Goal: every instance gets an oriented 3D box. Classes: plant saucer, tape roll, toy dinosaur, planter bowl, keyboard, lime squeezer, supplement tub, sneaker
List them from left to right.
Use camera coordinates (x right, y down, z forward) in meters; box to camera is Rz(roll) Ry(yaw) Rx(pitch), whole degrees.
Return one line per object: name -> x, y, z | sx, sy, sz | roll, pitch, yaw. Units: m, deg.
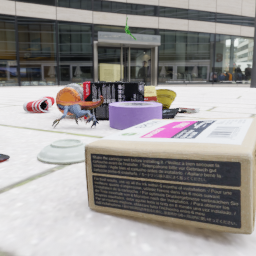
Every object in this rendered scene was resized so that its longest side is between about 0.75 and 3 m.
sneaker -> -4.420, -1.297, 15.192 | 1.251, 0.793, 2.225 | 1, 17, 27
plant saucer -> -1.465, 0.504, 6.756 | 1.420, 0.356, 1.420 | 0, 10, 0
toy dinosaur -> -1.891, -0.736, 10.497 | 1.894, 2.087, 1.096 | 41, 12, 24
supplement tub -> -2.214, -1.380, 13.518 | 1.564, 1.564, 2.553 | 5, 11, 24
lime squeezer -> 0.018, -4.799, 13.638 | 0.233, 1.233, 0.436 | -43, 44, -18
tape roll -> 0.285, -0.503, 10.773 | 2.035, 0.865, 2.035 | 0, 11, 0
planter bowl -> 1.690, -1.324, 14.701 | 1.814, 0.755, 1.814 | -2, -19, -1
keyboard -> 1.993, -0.677, 13.264 | 1.545, 0.330, 2.573 | -4, 10, 16

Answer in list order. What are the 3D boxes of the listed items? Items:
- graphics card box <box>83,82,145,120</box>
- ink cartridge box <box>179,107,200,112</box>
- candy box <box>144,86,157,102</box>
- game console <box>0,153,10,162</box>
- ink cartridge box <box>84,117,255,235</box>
graphics card box -> -0.601, -1.182, 12.223 | 2.649, 1.662, 0.674 | -1, 9, -2
ink cartridge box -> 3.125, -0.967, 14.671 | 0.919, 0.286, 1.142 | 8, 10, 35
candy box -> -0.014, -1.455, 14.300 | 1.696, 0.812, 2.938 | -5, -3, -27
game console -> -4.107, 0.176, 6.094 | 2.249, 1.938, 1.335 | 6, 39, 31
ink cartridge box -> 0.959, 0.486, 4.614 | 2.242, 1.022, 2.721 | 1, 11, 27
